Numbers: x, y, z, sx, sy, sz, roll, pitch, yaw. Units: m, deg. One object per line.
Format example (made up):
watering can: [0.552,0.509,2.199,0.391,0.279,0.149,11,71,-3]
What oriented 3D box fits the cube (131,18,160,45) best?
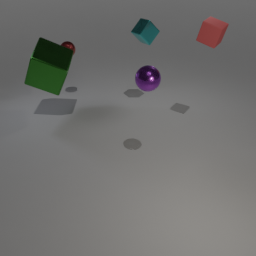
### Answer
cube: [0.696,-3.888,11.309,0.700,0.700,0.700,33,5,-41]

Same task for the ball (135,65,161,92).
ball: [0.536,-1.328,7.529,0.700,0.700,0.700,0,31,0]

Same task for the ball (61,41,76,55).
ball: [-2.721,-3.551,12.630,0.700,0.700,0.700,0,31,0]

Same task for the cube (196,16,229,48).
cube: [2.857,-3.246,9.497,0.700,0.700,0.700,31,46,18]

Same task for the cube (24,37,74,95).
cube: [-3.104,-2.413,11.071,1.400,1.400,1.400,19,46,-18]
